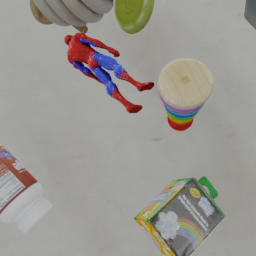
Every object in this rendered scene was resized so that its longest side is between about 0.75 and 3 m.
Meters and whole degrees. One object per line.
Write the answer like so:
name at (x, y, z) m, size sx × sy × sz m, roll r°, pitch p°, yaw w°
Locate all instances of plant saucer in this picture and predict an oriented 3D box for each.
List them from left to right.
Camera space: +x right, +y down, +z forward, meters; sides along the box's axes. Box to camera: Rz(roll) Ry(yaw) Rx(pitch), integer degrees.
plant saucer at (0.052, -2.002, 4.517) m, size 0.142 × 0.915 × 0.915 m, roll -8°, pitch 67°, yaw -41°

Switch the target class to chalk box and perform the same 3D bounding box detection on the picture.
chalk box at (0.946, 1.408, 4.763) m, size 1.366 × 0.845 × 0.850 m, roll -38°, pitch 88°, yaw -21°

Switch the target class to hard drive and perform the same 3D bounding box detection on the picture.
hard drive at (3.113, -2.124, 5.542) m, size 0.438 × 2.661 × 1.857 m, roll -42°, pitch 79°, yaw 18°

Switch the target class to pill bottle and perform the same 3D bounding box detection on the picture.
pill bottle at (-1.490, 0.765, 3.526) m, size 1.084 × 0.608 × 0.608 m, roll 45°, pitch 77°, yaw 2°

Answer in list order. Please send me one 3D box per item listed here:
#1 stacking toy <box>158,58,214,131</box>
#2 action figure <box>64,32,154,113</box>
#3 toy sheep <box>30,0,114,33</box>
stacking toy at (1.000, -0.450, 5.259) m, size 0.866 × 2.028 × 0.866 m, roll -2°, pitch 74°, yaw 6°
action figure at (-0.551, -1.272, 5.714) m, size 2.493 × 0.815 × 0.644 m, roll 42°, pitch 35°, yaw 25°
toy sheep at (-1.002, -3.081, 5.905) m, size 2.789 × 1.923 × 1.923 m, roll -26°, pitch 70°, yaw 25°
